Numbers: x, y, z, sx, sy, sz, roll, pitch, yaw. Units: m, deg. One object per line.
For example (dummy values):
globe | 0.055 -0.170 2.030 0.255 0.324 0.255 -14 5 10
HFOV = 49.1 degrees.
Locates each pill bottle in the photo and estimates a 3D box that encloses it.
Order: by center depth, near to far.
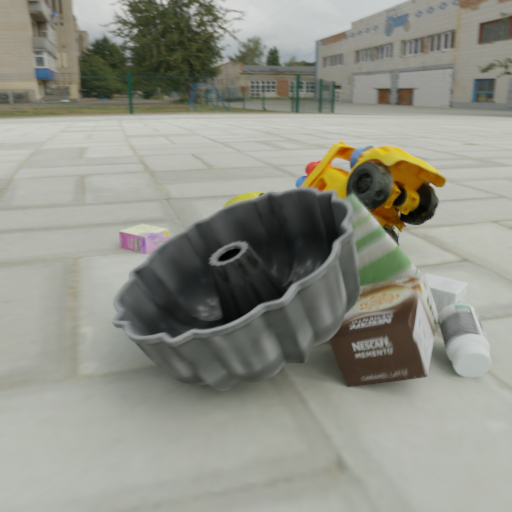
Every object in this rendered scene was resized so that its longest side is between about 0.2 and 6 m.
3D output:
pill bottle | 2.649 1.067 7.121 0.513 0.513 0.908 2 34 5

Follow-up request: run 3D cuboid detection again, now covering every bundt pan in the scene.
bundt pan | -0.109 0.438 7.014 3.178 1.193 3.178 -21 25 10

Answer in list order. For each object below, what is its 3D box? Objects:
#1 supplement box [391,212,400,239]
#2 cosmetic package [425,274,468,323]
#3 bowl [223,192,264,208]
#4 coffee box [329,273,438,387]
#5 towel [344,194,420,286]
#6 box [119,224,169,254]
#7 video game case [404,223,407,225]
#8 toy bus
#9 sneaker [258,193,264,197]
supplement box | 2.257 -0.557 11.769 1.197 0.805 1.198 12 22 31
cosmetic package | 2.774 0.660 8.506 0.661 0.553 0.550 16 25 34
bowl | -0.098 -0.737 11.482 1.151 1.151 0.619 -5 61 -16
coffee box | 1.687 0.894 7.171 1.006 0.701 1.759 -16 11 24
towel | 1.420 -0.024 7.960 1.167 1.531 0.179 -35 15 36
box | -2.364 -0.365 11.863 0.794 0.384 0.698 11 22 33
video game case | 3.071 -0.745 13.459 0.901 0.104 0.821 9 21 29
toy bus | 1.524 -1.041 9.086 1.561 2.300 2.208 13 36 -38
sneaker | 0.689 -0.374 10.015 2.478 1.420 0.947 0 43 0
